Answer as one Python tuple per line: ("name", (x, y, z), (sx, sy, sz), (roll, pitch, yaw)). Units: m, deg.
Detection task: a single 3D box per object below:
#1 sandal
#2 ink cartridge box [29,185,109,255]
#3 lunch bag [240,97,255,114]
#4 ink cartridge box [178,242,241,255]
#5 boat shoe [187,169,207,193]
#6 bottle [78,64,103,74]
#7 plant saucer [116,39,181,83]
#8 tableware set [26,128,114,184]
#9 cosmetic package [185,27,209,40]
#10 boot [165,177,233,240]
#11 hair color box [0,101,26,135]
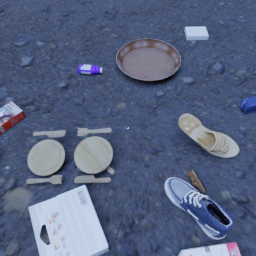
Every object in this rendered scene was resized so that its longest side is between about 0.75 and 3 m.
("sandal", (2.748, 0.468, 9.605), (2.451, 0.899, 0.806), (34, 29, -5))
("ink cartridge box", (-1.791, 3.008, 8.396), (1.851, 0.464, 2.132), (-20, 55, -13))
("lunch bag", (4.968, -0.951, 11.348), (0.759, 0.516, 0.502), (-14, 54, -10))
("ink cartridge box", (2.287, 3.877, 7.599), (1.600, 0.678, 1.165), (-5, 53, -6))
("boat shoe", (2.319, 1.828, 9.420), (0.296, 0.313, 0.871), (-35, 66, 18))
("bottle", (-1.702, -2.656, 12.742), (1.074, 0.351, 0.449), (4, 51, 3))
("plant saucer", (0.936, -3.061, 12.963), (2.948, 0.508, 2.948), (0, 52, 0))
("tableware set", (-1.980, 1.039, 9.830), (2.995, 0.600, 1.980), (-3, 65, 5))
("cosmetic package", (3.531, -4.886, 14.472), (1.088, 0.281, 0.821), (-1, 51, -1))
("boot", (2.133, 2.233, 8.577), (0.879, 1.091, 2.416), (-36, 61, -24))
("hair color box", (-4.856, -0.348, 10.941), (0.781, 0.450, 1.408), (35, 62, 23))
